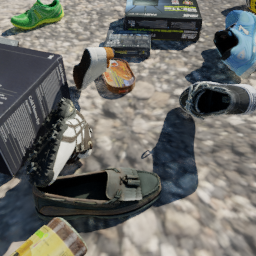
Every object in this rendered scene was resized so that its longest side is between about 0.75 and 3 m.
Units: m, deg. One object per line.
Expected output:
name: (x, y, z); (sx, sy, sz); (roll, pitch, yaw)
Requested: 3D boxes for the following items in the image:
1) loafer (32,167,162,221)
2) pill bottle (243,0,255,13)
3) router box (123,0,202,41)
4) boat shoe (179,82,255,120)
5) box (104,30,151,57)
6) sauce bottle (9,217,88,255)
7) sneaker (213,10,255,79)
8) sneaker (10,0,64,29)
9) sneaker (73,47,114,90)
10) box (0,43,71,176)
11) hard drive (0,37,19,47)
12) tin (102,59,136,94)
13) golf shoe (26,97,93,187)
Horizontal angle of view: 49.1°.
loafer: (-0.535, 1.185, 5.285); (2.485, 0.781, 0.893); (-8, 45, -8)
pill bottle: (5.758, -5.336, 11.398); (1.468, 1.468, 2.569); (-12, 45, -12)
router box: (1.264, -4.248, 10.706); (2.826, 0.878, 2.117); (2, 45, 2)
boat shoe: (1.731, -0.603, 6.394); (0.821, 0.887, 2.403); (-5, 13, -22)
box: (0.003, -2.948, 9.733); (1.573, 0.401, 1.241); (2, 46, 3)
sauce bottle: (-1.774, 2.434, 3.994); (0.842, 0.842, 2.603); (31, 52, 28)
sneaker: (3.319, -2.869, 8.649); (1.289, 1.123, 2.866); (23, 49, -15)
sneaker: (-3.606, -4.541, 10.981); (2.179, 0.910, 0.807); (-29, 53, -25)
sneaker: (-0.919, -1.541, 7.516); (0.826, 1.951, 0.710); (-17, 86, -27)
box: (-3.324, -0.674, 6.622); (2.938, 1.529, 2.675); (14, 48, 14)
hard drive: (-4.804, -2.508, 8.910); (2.293, 0.377, 1.600); (8, 43, -15)
tin: (-0.319, -1.578, 8.435); (0.876, 0.328, 1.564); (-8, 45, -14)
golf shoe: (-1.184, 0.346, 5.682); (0.986, 1.198, 2.536); (-38, 25, 22)
